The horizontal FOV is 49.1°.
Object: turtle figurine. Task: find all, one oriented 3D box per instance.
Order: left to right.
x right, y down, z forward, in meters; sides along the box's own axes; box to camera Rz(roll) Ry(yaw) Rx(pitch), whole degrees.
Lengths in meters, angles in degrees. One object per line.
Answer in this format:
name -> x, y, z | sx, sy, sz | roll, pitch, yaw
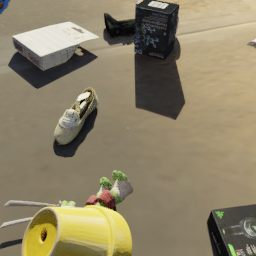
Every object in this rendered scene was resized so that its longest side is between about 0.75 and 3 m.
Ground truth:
turtle figurine -> -0.952, 1.328, 4.723 | 1.911, 1.375, 1.853 | 31, 48, 24

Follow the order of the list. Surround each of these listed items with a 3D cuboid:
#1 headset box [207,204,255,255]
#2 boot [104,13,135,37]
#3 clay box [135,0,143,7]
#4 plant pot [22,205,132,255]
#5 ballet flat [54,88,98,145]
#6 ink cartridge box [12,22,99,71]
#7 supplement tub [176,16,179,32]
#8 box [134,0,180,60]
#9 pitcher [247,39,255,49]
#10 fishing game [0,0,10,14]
headset box -> 1.953, 1.846, 4.805 | 1.032, 0.479, 0.899 | -5, 44, -5
boot -> -0.263, -4.075, 10.924 | 1.157, 0.522, 1.412 | -14, 53, -11
clay box -> 0.917, -5.561, 12.656 | 1.049, 0.250, 0.603 | 11, 46, 13
plant pot -> -0.573, 1.236, 2.975 | 0.928, 0.873, 0.928 | -25, 48, 31
ballet flat -> -1.329, -0.380, 7.048 | 0.622, 0.575, 1.844 | 14, 46, 14
ink cartridge box -> -2.490, -2.970, 9.824 | 2.363, 0.559, 1.892 | -30, 51, -33
supplement tub -> 1.215, -3.906, 10.495 | 1.240, 0.870, 0.870 | 15, 46, 14
box -> 0.918, -3.266, 9.288 | 1.195, 1.610, 0.862 | 19, 47, 19
pitcher -> 3.569, -2.307, 6.555 | 0.873, 1.236, 1.440 | 35, 97, 47
fishing game -> -3.391, -3.246, 7.187 | 1.118, 0.174, 0.800 | -43, 72, 6
